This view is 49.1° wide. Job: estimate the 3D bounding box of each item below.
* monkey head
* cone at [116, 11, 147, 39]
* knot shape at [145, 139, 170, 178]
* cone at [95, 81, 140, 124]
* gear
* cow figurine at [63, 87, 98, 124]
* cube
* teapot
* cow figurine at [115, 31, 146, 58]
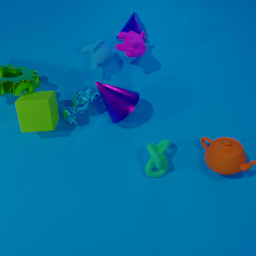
[{"bbox_3d":[-1.021,-2.412,9.238,0.983,0.823,1.366,-4,33,32],"label":"monkey head"},{"bbox_3d":[0.008,-3.462,10.062,1.008,1.004,1.004,-21,65,20],"label":"cone"},{"bbox_3d":[0.838,0.905,7.940,0.535,1.158,1.083,9,108,22],"label":"knot shape"},{"bbox_3d":[-0.513,-0.980,8.287,1.227,1.222,1.222,40,67,-25],"label":"cone"},{"bbox_3d":[-3.793,-1.518,8.558,2.057,0.380,2.057,8,25,-4],"label":"gear"},{"bbox_3d":[-1.482,-0.667,8.616,0.598,1.072,1.090,41,33,8],"label":"cow figurine"},{"bbox_3d":[-2.643,-0.502,8.291,0.950,0.950,0.950,-4,23,-2],"label":"cube"},{"bbox_3d":[2.663,0.710,7.474,1.082,0.852,1.741,-33,44,-27],"label":"teapot"},{"bbox_3d":[0.250,-2.708,9.060,1.297,0.724,1.318,-7,39,-37],"label":"cow figurine"}]
